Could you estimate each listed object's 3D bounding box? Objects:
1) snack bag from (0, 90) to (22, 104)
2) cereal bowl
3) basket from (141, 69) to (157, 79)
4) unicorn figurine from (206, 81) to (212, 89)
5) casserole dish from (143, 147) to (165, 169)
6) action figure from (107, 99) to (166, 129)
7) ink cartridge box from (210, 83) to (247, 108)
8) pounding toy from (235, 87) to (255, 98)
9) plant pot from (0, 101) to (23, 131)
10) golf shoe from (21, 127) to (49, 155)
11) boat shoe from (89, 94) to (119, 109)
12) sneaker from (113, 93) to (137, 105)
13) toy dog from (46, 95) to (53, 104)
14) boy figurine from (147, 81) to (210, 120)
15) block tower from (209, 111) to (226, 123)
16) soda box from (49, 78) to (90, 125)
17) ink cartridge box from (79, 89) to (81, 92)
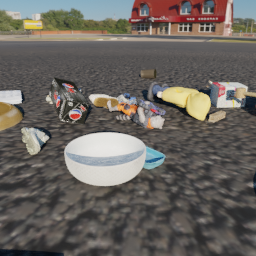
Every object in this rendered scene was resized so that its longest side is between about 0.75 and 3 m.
[{"bbox_3d":[-5.458,-1.247,11.696,1.932,0.207,1.821,-8,23,-19],"label":"snack bag"},{"bbox_3d":[-0.457,0.713,5.904,1.682,0.700,1.682,-1,21,0],"label":"cereal bowl"},{"bbox_3d":[1.178,-3.116,16.134,0.808,0.550,0.729,3,12,17],"label":"basket"},{"bbox_3d":[3.868,-1.604,12.062,1.552,0.573,1.066,-4,31,-26],"label":"unicorn figurine"},{"bbox_3d":[0.377,0.688,6.658,0.663,0.212,1.094,-18,27,-39],"label":"casserole dish"},{"bbox_3d":[0.455,-0.412,9.060,1.779,0.962,1.839,25,7,35],"label":"action figure"},{"bbox_3d":[3.914,-1.299,10.952,1.135,0.825,0.821,-2,21,-6],"label":"ink cartridge box"},{"bbox_3d":[4.758,-0.857,9.610,2.113,0.967,1.856,7,22,18],"label":"pounding toy"},{"bbox_3d":[-5.036,-0.405,9.251,2.946,0.405,2.946,0,20,0],"label":"plant pot"},{"bbox_3d":[-2.383,0.275,7.370,0.651,0.524,1.339,-5,22,-27],"label":"golf shoe"},{"bbox_3d":[-0.856,-1.013,10.172,0.470,0.480,1.357,39,16,30],"label":"boat shoe"},{"bbox_3d":[-0.143,-1.089,10.766,1.360,0.579,0.524,18,27,40],"label":"sneaker"},{"bbox_3d":[-2.899,-1.332,11.578,0.925,0.446,0.610,-13,25,-31],"label":"toy dog"},{"bbox_3d":[1.971,-1.051,10.224,1.735,0.899,2.791,3,18,-37],"label":"boy figurine"},{"bbox_3d":[3.027,-0.397,9.467,0.785,0.227,0.212,-21,29,-41],"label":"block tower"},{"bbox_3d":[-2.041,-0.963,9.478,0.821,0.734,2.319,10,22,-29],"label":"soda box"},{"bbox_3d":[-2.541,-1.548,12.290,0.798,0.336,0.577,15,25,33],"label":"ink cartridge box"}]
